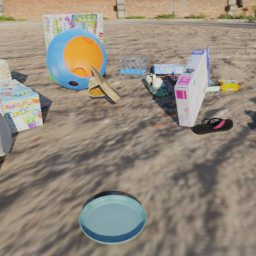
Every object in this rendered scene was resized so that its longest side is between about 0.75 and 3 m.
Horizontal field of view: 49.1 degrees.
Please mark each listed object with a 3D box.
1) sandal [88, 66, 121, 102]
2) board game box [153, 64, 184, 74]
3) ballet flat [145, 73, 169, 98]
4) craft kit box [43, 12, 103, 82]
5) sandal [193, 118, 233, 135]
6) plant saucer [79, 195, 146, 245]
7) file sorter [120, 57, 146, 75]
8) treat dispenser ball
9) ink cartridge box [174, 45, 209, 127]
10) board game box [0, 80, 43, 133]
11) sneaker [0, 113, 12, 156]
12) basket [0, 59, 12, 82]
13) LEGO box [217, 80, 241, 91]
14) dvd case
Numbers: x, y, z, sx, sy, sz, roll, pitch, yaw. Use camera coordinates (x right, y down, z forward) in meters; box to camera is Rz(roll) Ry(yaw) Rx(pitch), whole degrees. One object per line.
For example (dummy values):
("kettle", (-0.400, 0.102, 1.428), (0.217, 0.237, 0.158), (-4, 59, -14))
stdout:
("sandal", (-1.057, -1.371, 9.560), (0.773, 0.861, 2.349), (-45, 40, 6))
("board game box", (1.991, -2.975, 14.028), (1.412, 0.342, 1.867), (0, 17, 3))
("ballet flat", (1.118, -1.823, 11.522), (0.707, 0.707, 1.905), (-8, 26, -17))
("craft kit box", (-2.437, -3.864, 13.194), (2.868, 2.904, 0.705), (-20, 33, -36))
("sandal", (2.560, -0.102, 8.265), (1.412, 0.318, 0.530), (-11, 28, -23))
("plant saucer", (-0.258, 1.596, 4.875), (1.156, 0.158, 1.156), (-1, 25, 0))
("file sorter", (0.262, -3.196, 14.320), (1.206, 0.740, 0.837), (7, 26, 16))
("treat dispenser ball", (-2.100, -2.809, 11.559), (2.471, 2.471, 2.471), (0, 25, 0))
("ink cartridge box", (2.047, -1.362, 8.628), (0.507, 1.441, 2.415), (9, 47, 28))
("board game box", (-3.607, -0.741, 8.782), (1.041, 1.022, 1.985), (-19, 31, -34))
("sneaker", (-3.596, 0.523, 6.264), (1.299, 1.105, 2.936), (-14, 26, 2))
("basket", (-5.629, -1.929, 10.900), (1.726, 1.400, 1.741), (21, 31, 39))
("LEGO box", (4.255, -1.819, 11.889), (0.831, 0.321, 0.619), (1, 25, 1))
("dvd case", (2.793, -2.043, 12.445), (1.671, 0.252, 2.289), (-5, 24, -9))
